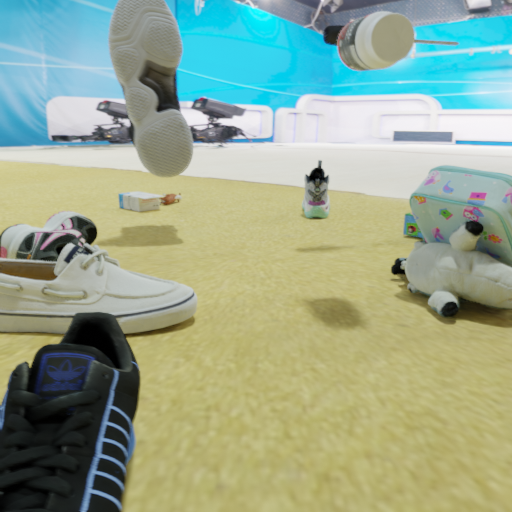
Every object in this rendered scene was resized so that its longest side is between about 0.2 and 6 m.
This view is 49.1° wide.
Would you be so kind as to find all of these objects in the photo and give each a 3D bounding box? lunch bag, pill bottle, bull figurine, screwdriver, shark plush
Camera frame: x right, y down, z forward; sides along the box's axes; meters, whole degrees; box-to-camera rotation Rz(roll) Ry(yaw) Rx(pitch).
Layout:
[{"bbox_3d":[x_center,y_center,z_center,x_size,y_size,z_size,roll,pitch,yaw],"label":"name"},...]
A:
[{"bbox_3d":[3.182,-0.330,7.854,1.600,1.995,0.769,17,64,48],"label":"lunch bag"},{"bbox_3d":[1.449,-2.603,6.818,0.652,0.652,1.126,-2,17,-9],"label":"pill bottle"},{"bbox_3d":[-2.522,-1.646,16.145,0.535,0.287,0.881,3,13,17],"label":"bull figurine"},{"bbox_3d":[2.577,-3.978,10.362,2.825,0.394,0.411,0,38,-13],"label":"screwdriver"},{"bbox_3d":[2.712,0.397,7.995,1.139,1.243,2.735,16,-12,-16],"label":"shark plush"}]

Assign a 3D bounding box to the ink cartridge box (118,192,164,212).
[{"bbox_3d":[-3.096,-1.459,15.148,1.197,0.406,0.694,13,20,42],"label":"ink cartridge box"}]

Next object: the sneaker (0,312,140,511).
[{"bbox_3d":[-1.233,1.222,3.276,0.975,1.083,2.780,-1,14,-6],"label":"sneaker"}]

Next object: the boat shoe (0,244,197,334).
[{"bbox_3d":[-2.153,0.346,6.893,2.834,0.989,1.005,1,14,3],"label":"boat shoe"}]

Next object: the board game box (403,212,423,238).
[{"bbox_3d":[4.878,-0.586,11.479,2.193,0.530,2.899,-13,20,-43],"label":"board game box"}]

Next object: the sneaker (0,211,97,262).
[{"bbox_3d":[-3.220,-0.083,9.354,0.978,0.910,2.266,23,20,8],"label":"sneaker"}]

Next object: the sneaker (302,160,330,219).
[{"bbox_3d":[1.593,-1.791,14.482,0.765,1.376,1.967,0,14,0],"label":"sneaker"}]

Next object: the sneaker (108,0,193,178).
[{"bbox_3d":[-2.195,-3.379,11.541,1.378,3.650,2.077,-10,6,-12],"label":"sneaker"}]
